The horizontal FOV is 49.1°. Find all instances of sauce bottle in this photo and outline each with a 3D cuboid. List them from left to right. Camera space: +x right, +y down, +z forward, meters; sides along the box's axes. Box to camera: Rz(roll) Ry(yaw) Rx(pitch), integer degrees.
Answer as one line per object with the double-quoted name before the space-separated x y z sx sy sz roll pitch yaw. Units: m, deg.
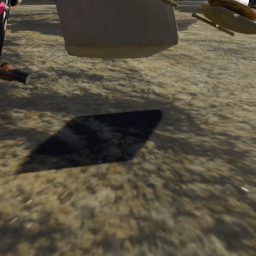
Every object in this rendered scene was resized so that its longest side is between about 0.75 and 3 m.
"sauce bottle" -2.249 -1.022 4.973 0.998 0.329 0.329 21 30 -4

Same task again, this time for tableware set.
"tableware set" 1.261 -2.402 4.988 2.581 0.517 1.706 22 16 -9

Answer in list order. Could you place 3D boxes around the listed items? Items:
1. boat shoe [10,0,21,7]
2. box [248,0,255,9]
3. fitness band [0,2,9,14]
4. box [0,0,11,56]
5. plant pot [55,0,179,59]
"boat shoe" -3.126 -4.120 7.806 0.551 1.493 0.552 11 41 -12
"box" 2.550 -2.404 4.338 1.077 0.348 1.365 15 75 5
"fitness band" -2.394 -1.926 4.869 0.614 0.160 0.856 -51 35 -17
"box" -2.988 -2.724 6.004 0.794 1.844 1.510 9 69 -23
"plant pot" -0.565 -3.098 7.122 2.473 2.793 2.790 -14 10 -9
